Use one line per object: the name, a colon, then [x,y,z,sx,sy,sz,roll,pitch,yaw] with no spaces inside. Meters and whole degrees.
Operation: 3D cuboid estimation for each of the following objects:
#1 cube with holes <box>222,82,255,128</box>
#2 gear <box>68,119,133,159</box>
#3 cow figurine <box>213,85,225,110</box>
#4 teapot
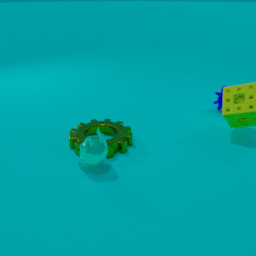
cube with holes: [3.240,-0.612,7.879,0.887,0.887,0.887,-6,63,34]
gear: [-0.738,0.249,7.661,1.712,0.317,1.712,0,27,0]
cow figurine: [3.785,-1.091,9.774,1.613,0.900,1.639,8,25,8]
teapot: [-0.809,0.471,6.392,0.580,1.185,0.737,22,30,-28]
